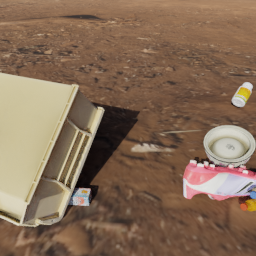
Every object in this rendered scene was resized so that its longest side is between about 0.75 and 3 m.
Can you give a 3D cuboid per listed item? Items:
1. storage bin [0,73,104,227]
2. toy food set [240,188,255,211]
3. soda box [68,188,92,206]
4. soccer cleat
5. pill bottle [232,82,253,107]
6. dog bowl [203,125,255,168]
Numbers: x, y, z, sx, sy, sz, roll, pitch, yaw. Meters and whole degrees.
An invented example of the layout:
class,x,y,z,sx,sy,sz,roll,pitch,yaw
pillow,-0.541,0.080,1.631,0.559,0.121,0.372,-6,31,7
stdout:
class,x,y,z,sx,sy,sz,roll,pitch,yaw
storage bin,-2.383,0.319,5.947,2.766,1.296,2.746,13,73,21
toy food set,2.890,1.351,5.338,0.623,0.661,1.385,0,-5,-36
soda box,-1.220,1.486,6.105,0.819,0.260,0.280,2,31,5
soccer cleat,2.241,1.253,6.207,2.187,0.836,0.729,10,6,-14
pill bottle,3.974,-1.169,9.676,0.452,0.452,0.814,24,68,34
dog bowl,2.595,0.523,7.241,1.256,0.463,1.256,-8,44,7
